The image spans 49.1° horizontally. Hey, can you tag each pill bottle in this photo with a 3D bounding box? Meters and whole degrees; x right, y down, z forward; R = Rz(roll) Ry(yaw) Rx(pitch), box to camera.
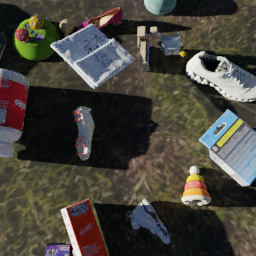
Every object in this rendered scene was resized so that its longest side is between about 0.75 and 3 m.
[{"bbox_3d":[-4.339,-0.456,9.491,1.564,1.564,2.787,4,79,1],"label":"pill bottle"}]

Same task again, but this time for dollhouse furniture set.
[{"bbox_3d":[1.247,-2.793,10.013,1.627,1.536,1.062,0,78,12],"label":"dollhouse furniture set"}]

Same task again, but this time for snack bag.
[{"bbox_3d":[-1.152,-2.584,9.571,2.192,0.235,2.067,45,59,7],"label":"snack bag"}]

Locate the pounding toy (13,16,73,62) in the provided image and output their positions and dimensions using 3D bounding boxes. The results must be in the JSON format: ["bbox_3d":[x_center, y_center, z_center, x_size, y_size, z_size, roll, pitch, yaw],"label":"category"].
[{"bbox_3d":[-3.296,-3.505,10.412,2.282,1.059,1.762,5,78,1],"label":"pounding toy"}]

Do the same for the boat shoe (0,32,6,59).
[{"bbox_3d":[-4.985,-3.148,10.679,0.446,0.385,1.227,7,78,1],"label":"boat shoe"}]

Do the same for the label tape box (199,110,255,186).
[{"bbox_3d":[3.714,0.677,9.688,2.180,0.721,1.562,43,80,11],"label":"label tape box"}]

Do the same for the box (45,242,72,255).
[{"bbox_3d":[-2.262,4.076,9.145,0.800,0.315,0.564,-2,80,-1],"label":"box"}]

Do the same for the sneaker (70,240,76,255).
[{"bbox_3d":[-1.652,3.963,9.165,0.332,0.314,0.807,-15,78,-4],"label":"sneaker"}]

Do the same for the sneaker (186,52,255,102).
[{"bbox_3d":[3.574,-1.837,9.997,2.966,1.202,1.114,22,77,3],"label":"sneaker"}]

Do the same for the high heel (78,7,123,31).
[{"bbox_3d":[-1.088,-4.131,10.643,1.816,0.873,0.612,-20,78,-4],"label":"high heel"}]

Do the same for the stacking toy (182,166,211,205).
[{"bbox_3d":[2.280,1.890,9.442,0.944,0.944,1.292,4,63,1],"label":"stacking toy"}]

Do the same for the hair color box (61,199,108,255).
[{"bbox_3d":[-1.237,3.561,8.577,0.783,1.298,2.558,-18,79,-24],"label":"hair color box"}]

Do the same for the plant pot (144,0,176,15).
[{"bbox_3d":[1.302,-5.219,10.889,1.297,0.869,1.297,0,78,0],"label":"plant pot"}]

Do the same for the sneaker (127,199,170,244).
[{"bbox_3d":[0.657,3.224,9.202,0.902,0.590,1.570,-32,74,-6],"label":"sneaker"}]

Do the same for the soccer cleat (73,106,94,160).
[{"bbox_3d":[-1.459,0.178,9.808,0.653,0.731,1.884,-2,93,41],"label":"soccer cleat"}]
